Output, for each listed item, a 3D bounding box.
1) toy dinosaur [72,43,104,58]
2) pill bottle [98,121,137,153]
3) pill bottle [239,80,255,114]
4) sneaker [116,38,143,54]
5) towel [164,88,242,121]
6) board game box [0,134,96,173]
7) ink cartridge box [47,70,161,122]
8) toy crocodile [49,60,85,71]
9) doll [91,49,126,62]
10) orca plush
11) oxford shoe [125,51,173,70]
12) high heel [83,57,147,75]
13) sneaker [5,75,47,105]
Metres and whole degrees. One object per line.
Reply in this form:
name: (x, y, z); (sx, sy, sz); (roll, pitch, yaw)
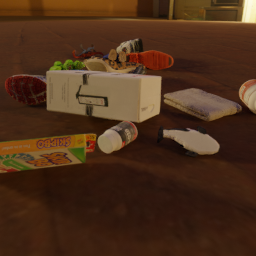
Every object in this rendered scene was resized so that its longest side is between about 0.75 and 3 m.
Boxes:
toy dinosaur: (-2.405, -4.288, 15.886); (1.519, 0.798, 1.378); (26, 53, 26)
pill bottle: (-0.230, 0.207, 6.340); (0.506, 0.506, 0.889); (17, 31, 32)
pill bottle: (3.902, -0.873, 8.301); (0.812, 0.812, 1.448); (2, 25, 3)
sneaker: (0.126, -4.332, 15.332); (1.230, 1.030, 2.779); (-4, 10, 17)
towel: (2.201, -0.741, 8.588); (1.369, 0.356, 2.066); (-16, 30, -27)
board game box: (-1.720, 0.494, 5.198); (2.256, 1.078, 0.338); (-8, 69, -13)
ink cartridge box: (-0.578, -0.968, 7.721); (2.644, 1.115, 1.930); (8, 14, 20)
toy crocodile: (-2.660, -2.674, 12.524); (0.696, 0.637, 2.062); (12, 23, 24)
doll: (-0.868, -2.823, 11.976); (1.435, 0.510, 2.104); (6, -5, -22)
orca plush: (1.348, 0.353, 6.323); (1.367, 0.486, 0.719); (2, 69, 14)
oxford shoe: (1.046, -3.356, 13.618); (2.472, 0.881, 0.901); (10, 22, 22)
high heel: (-0.492, -2.543, 11.713); (2.461, 0.879, 1.754); (22, 34, 11)
sneaker: (-2.762, -1.296, 9.277); (2.412, 0.939, 0.991); (3, 19, -15)
